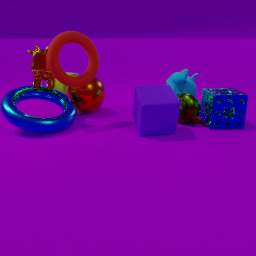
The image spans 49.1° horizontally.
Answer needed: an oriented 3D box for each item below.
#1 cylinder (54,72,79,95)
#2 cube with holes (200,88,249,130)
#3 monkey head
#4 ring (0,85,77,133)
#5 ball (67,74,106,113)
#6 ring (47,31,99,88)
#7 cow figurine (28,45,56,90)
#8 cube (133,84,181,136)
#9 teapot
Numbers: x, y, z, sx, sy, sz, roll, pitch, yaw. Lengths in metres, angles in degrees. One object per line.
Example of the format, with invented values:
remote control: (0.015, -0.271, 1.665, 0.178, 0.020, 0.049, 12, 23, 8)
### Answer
cylinder: (-2.378, -1.596, 10.706, 1.039, 1.039, 1.039, 13, 23, 38)
cube with holes: (2.689, -0.566, 7.971, 0.951, 0.951, 0.951, -1, 19, -3)
monkey head: (1.793, -1.291, 8.886, 1.015, 1.685, 1.212, 27, -24, -12)
ring: (-2.457, -0.567, 7.851, 2.057, 0.411, 2.057, 13, 34, -9)
ball: (-1.351, -1.118, 9.091, 1.243, 1.243, 1.243, 0, 19, 0)
ring: (-1.422, -1.813, 7.446, 1.472, 1.472, 0.294, -14, 13, -34)
cow figurine: (-2.368, -1.792, 7.982, 0.773, 1.385, 1.408, 5, 35, -9)
cube: (0.705, -0.477, 7.319, 0.966, 0.966, 0.966, -4, 38, -10)
teapot: (1.773, -0.539, 8.145, 0.700, 0.889, 1.430, 1, 44, -34)
